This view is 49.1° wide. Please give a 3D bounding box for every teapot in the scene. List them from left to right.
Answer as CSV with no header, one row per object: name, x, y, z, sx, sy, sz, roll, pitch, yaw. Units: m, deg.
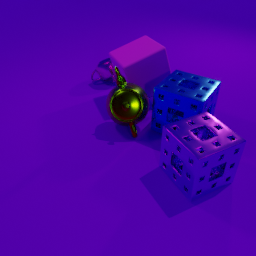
teapot,-0.504,-1.891,9.254,1.540,0.754,0.957,-19,0,-3
teapot,-0.039,-0.627,6.952,1.116,1.795,0.879,-15,6,5

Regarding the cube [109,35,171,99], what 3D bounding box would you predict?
cube,0.386,-1.702,8.136,1.273,1.273,1.273,-27,39,-7

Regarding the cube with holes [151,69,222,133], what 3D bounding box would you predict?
cube with holes,1.439,-0.555,7.059,1.229,1.229,1.229,21,41,25

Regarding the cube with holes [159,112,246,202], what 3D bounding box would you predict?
cube with holes,1.444,0.543,5.710,1.124,1.124,1.124,-17,40,-22
